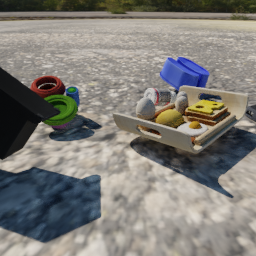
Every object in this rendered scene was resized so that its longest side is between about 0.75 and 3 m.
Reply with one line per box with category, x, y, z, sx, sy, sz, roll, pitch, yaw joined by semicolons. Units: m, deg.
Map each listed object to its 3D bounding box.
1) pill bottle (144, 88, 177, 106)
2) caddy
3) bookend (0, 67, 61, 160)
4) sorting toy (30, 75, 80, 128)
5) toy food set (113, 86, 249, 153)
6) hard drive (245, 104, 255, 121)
pill bottle;1.015;-0.936;8.567;0.968;0.536;0.536;-3;22;-35
caddy;1.988;-1.808;10.060;1.296;0.963;1.834;-14;44;-36
bookend;-2.918;-0.050;5.424;2.223;2.209;1.024;36;12;-2
sorting toy;-1.961;-0.615;7.815;1.265;0.864;2.105;-16;48;-17
toy food set;1.329;-0.457;6.675;2.042;0.859;2.845;17;32;41
hard drive;4.028;-0.333;7.627;0.994;0.312;1.474;-15;29;-15
